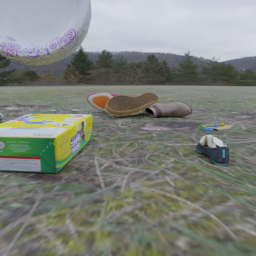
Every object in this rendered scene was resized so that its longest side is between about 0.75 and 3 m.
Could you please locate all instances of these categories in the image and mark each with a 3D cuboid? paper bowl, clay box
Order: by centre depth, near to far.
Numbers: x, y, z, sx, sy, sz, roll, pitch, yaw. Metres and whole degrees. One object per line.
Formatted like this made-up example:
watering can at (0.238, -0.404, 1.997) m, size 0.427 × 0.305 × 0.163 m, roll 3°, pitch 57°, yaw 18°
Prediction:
clay box at (-1.642, 0.148, 5.518) m, size 1.507 × 0.624 × 2.623 m, roll 1°, pitch 10°, yaw 7°
paper bowl at (-2.278, -2.909, 6.803) m, size 2.769 × 2.769 × 1.440 m, roll -1°, pitch 0°, yaw -5°

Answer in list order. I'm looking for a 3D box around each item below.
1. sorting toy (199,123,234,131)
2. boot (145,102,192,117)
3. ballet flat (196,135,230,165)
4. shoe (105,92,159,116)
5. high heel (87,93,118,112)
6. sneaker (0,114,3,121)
sorting toy at (2.538, -0.067, 8.030) m, size 1.104 × 0.150 × 0.622 m, roll -6°, pitch 12°, yaw -31°
boot at (1.405, -0.617, 10.254) m, size 1.151 × 0.553 × 1.574 m, roll -12°, pitch 14°, yaw -25°
ballet flat at (1.555, 0.342, 5.161) m, size 0.415 × 0.415 × 1.137 m, roll -1°, pitch 10°, yaw -5°
shoe at (0.184, -0.780, 10.770) m, size 2.727 × 0.728 × 0.953 m, roll -16°, pitch 51°, yaw -44°
high heel at (-0.830, -1.205, 12.105) m, size 2.389 × 0.805 × 1.146 m, roll -1°, pitch 19°, yaw -34°
sneaker at (-4.555, -0.362, 8.968) m, size 1.163 × 0.433 × 0.506 m, roll 1°, pitch 6°, yaw 1°
